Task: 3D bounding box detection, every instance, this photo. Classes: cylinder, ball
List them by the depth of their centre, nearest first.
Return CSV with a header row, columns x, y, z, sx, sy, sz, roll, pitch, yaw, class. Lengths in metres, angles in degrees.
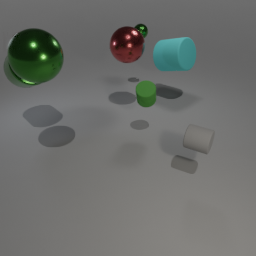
x,y,z,sx,sy,sz,roll,pitch,yaw,class
-2.402,-1.876,7.345,1.400,1.400,1.400,0,30,0,ball
1.986,0.306,7.849,0.700,0.700,0.700,17,35,24,cylinder
-3.490,-2.142,9.731,1.400,1.400,1.400,-18,12,-28,cylinder
0.637,-1.190,9.842,0.700,0.700,0.700,-3,63,5,cylinder
-0.027,-3.261,11.017,1.400,1.400,1.400,0,30,0,ball
2.073,-3.249,12.468,1.400,1.400,1.400,10,29,45,cylinder
0.590,-4.519,13.119,0.700,0.700,0.700,0,30,0,ball
